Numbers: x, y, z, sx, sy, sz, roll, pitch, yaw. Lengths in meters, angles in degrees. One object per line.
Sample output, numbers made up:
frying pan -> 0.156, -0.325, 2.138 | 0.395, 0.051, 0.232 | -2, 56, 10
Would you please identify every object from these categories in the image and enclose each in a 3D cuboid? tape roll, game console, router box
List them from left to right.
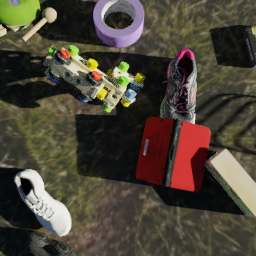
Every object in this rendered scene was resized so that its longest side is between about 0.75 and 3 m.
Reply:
tape roll -> -0.277, -3.253, 8.458 | 1.492, 0.634, 1.492 | 0, 79, 1
game console -> 1.233, 0.706, 7.757 | 1.545, 1.064, 1.792 | 6, 81, 41
router box -> 4.137, -2.487, 8.459 | 0.976, 0.324, 1.241 | -9, 79, -2

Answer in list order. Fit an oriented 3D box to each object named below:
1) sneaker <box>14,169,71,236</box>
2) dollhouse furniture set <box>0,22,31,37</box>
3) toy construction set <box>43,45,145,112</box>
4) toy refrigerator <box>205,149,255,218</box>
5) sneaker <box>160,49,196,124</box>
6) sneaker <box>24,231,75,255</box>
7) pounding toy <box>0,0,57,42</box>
sneaker -> -2.301, 1.987, 7.297 | 0.780, 0.912, 2.094 | -42, 83, -8
dollhouse furniture set -> -3.821, -3.041, 8.580 | 0.923, 0.707, 1.409 | 41, 53, 1
toy construction set -> -1.070, -1.484, 7.558 | 2.906, 1.905, 1.339 | 22, 121, 6
toy refrigerator -> 2.885, 1.492, 7.499 | 0.639, 0.694, 1.828 | -37, 82, -7
sneaker -> 1.437, -0.994, 7.870 | 0.994, 0.921, 2.466 | 1, 79, 0
sneaker -> -2.037, 3.260, 7.300 | 1.451, 0.551, 0.659 | 22, 89, 11
pounding toy -> -3.197, -3.754, 8.175 | 1.996, 0.926, 1.540 | 41, 60, 3
